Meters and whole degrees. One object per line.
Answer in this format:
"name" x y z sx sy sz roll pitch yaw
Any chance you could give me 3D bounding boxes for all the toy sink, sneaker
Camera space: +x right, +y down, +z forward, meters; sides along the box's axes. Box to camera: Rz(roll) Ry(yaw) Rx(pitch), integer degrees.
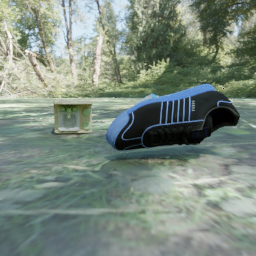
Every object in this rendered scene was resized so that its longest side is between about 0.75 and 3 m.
"toy sink" -1.535 -0.305 7.796 1.016 0.873 1.559 -2 2 -14
"sneaker" 0.780 -0.056 4.702 2.255 0.791 0.878 -23 45 -12

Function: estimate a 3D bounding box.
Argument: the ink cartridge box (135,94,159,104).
"ink cartridge box" 0.969 -0.578 9.067 1.335 0.453 0.769 17 -31 -40
